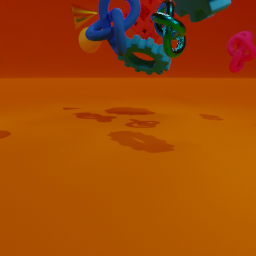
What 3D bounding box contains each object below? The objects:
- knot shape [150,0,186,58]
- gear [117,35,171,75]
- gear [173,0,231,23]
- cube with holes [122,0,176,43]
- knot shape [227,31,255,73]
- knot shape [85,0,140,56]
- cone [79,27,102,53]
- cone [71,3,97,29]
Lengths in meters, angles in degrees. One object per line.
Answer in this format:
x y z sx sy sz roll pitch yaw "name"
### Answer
1.137 -2.580 7.517 0.706 1.429 1.527 -23 31 12 "knot shape"
0.581 -2.668 10.483 2.049 0.379 2.049 17 -14 4 "gear"
1.036 -2.880 4.667 0.384 2.074 2.074 -25 17 -11 "gear"
0.747 -4.098 10.263 1.286 1.286 1.286 44 23 9 "cube with holes"
3.629 -2.417 9.087 0.637 1.291 1.379 5 30 2 "knot shape"
-0.563 -3.184 8.592 1.838 1.965 0.908 4 0 44 "knot shape"
-1.076 -2.952 9.422 0.857 0.857 0.860 -8 18 -36 "cone"
-1.628 -4.316 10.678 0.936 0.933 0.933 -11 13 -8 "cone"
